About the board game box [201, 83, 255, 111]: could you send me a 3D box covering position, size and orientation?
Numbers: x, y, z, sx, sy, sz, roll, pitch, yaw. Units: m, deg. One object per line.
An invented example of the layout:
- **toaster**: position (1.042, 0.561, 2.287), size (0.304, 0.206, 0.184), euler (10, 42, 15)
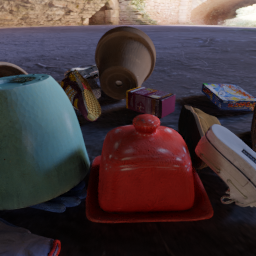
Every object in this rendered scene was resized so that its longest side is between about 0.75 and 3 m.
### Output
- **board game box**: position (3.953, -1.249, 10.959), size (1.491, 0.380, 2.203), euler (1, 25, -7)

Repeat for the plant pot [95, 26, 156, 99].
- **plant pot**: position (-0.242, -2.448, 11.595), size (2.703, 2.703, 2.357), euler (3, 44, 7)

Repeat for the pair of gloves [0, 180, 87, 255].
- **pair of gloves**: position (-2.018, 1.568, 5.060), size (2.237, 0.317, 2.782), euler (5, 26, 7)

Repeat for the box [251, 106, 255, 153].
- **box**: position (3.926, 0.209, 7.361), size (1.168, 0.874, 2.332), euler (9, 28, 18)

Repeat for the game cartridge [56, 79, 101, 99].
- **game cartridge**: position (-2.550, -1.520, 11.542), size (2.700, 0.552, 1.797), euler (-6, 22, -13)

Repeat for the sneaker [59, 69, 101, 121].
- **sneaker**: position (-1.806, -0.952, 9.899), size (1.158, 0.963, 2.570), euler (-36, 46, 10)

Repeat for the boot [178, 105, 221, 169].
- **boot**: position (2.048, 0.144, 7.391), size (1.131, 1.103, 2.997), euler (12, 23, 1)

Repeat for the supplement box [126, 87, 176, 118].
- **supplement box**: position (0.800, -0.956, 10.074), size (1.584, 0.678, 0.874), euler (19, 31, 36)

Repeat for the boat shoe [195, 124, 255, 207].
- **boat shoe**: position (2.232, 1.113, 5.396), size (2.445, 1.042, 0.903), euler (45, 37, 18)

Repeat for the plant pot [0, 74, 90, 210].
- **plant pot**: position (-2.251, 0.037, 5.886), size (2.626, 2.108, 2.626), euler (-5, 20, 2)

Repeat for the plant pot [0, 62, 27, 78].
- **plant pot**: position (-4.123, -0.818, 8.558), size (1.846, 2.116, 2.116), euler (-3, 19, 36)

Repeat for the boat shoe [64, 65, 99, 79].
- **boat shoe**: position (-1.981, -2.564, 13.746), size (0.883, 0.752, 2.640), euler (-26, 0, 40)

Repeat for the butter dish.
- **butter dish**: position (0.339, 0.560, 5.533), size (2.318, 1.718, 2.325), euler (-2, 25, -1)
